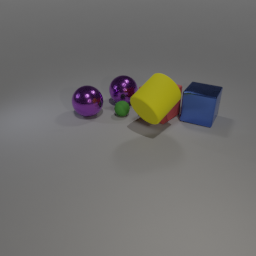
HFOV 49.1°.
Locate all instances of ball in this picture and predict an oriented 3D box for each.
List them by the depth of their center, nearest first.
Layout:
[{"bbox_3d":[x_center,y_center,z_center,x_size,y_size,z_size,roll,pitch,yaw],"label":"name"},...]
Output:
[{"bbox_3d":[-1.807,-1.199,12.525,1.400,1.400,1.400,0,29,0],"label":"ball"},{"bbox_3d":[-0.268,-0.881,12.686,0.700,0.700,0.700,0,29,0],"label":"ball"},{"bbox_3d":[-0.223,-1.862,13.670,1.400,1.400,1.400,0,29,0],"label":"ball"}]

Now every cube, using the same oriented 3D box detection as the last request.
[{"bbox_3d":[3.202,-1.059,12.265,1.400,1.400,1.400,15,33,22],"label":"cube"},{"bbox_3d":[1.431,-1.218,12.568,1.400,1.400,1.400,22,36,34],"label":"cube"}]

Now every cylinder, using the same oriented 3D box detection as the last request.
[{"bbox_3d":[1.037,-1.097,10.553,1.400,1.400,1.400,28,67,40],"label":"cylinder"}]
